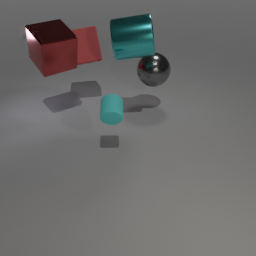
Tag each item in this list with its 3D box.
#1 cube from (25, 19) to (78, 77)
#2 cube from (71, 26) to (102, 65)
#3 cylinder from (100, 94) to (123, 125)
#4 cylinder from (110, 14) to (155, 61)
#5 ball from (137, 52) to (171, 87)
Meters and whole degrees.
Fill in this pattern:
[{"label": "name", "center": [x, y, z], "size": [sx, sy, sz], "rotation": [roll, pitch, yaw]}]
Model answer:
[{"label": "cube", "center": [-2.835, -3.014, 10.514], "size": [1.400, 1.400, 1.400], "rotation": [-24, 57, -28]}, {"label": "cube", "center": [-1.960, -3.548, 12.273], "size": [1.400, 1.400, 1.400], "rotation": [-12, 13, -4]}, {"label": "cylinder", "center": [-0.506, -0.570, 8.679], "size": [0.700, 0.700, 0.700], "rotation": [0, 55, -1]}, {"label": "cylinder", "center": [0.175, -3.143, 9.749], "size": [1.400, 1.400, 1.400], "rotation": [-7, 30, 5]}, {"label": "ball", "center": [1.063, -2.415, 11.629], "size": [1.400, 1.400, 1.400], "rotation": [0, 31, 0]}]
